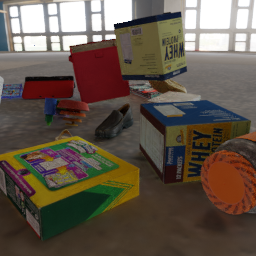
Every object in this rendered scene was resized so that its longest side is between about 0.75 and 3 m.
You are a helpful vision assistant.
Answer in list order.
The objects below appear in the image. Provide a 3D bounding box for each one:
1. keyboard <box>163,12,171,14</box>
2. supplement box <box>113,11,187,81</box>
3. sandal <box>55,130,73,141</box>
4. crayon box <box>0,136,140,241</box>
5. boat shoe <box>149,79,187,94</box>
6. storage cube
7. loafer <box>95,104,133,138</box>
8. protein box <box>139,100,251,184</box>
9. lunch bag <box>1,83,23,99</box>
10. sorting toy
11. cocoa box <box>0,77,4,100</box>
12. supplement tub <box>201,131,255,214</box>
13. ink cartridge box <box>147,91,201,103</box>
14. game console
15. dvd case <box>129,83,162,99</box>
[{"bbox_3d":[1.973,-4.740,12.029,0.914,0.117,0.549,11,3,-43],"label":"keyboard"},{"bbox_3d":[0.822,-2.962,10.375,2.148,2.145,1.442,11,28,45],"label":"supplement box"},{"bbox_3d":[-1.804,0.275,8.347,0.494,0.443,1.348,-12,22,-30],"label":"sandal"},{"bbox_3d":[-1.328,1.005,5.836,2.097,0.708,2.431,-14,23,-38],"label":"crayon box"},{"bbox_3d":[1.994,-2.087,13.966,2.010,0.741,0.695,28,38,1],"label":"boat shoe"},{"bbox_3d":[-1.362,-2.778,13.424,2.688,2.416,2.298,-12,27,-10],"label":"storage cube"},{"bbox_3d":[-0.470,-0.253,9.387,0.763,0.758,2.096,9,22,21],"label":"loafer"},{"bbox_3d":[1.521,0.216,7.071,2.026,1.377,2.041,-4,20,-12],"label":"protein box"},{"bbox_3d":[-5.923,-1.760,14.267,0.952,0.595,1.264,-4,32,-13],"label":"lunch bag"},{"bbox_3d":[-2.380,-0.529,10.289,1.409,0.963,2.346,6,1,-31],"label":"sorting toy"},{"bbox_3d":[-6.087,-1.171,9.360,2.863,1.910,1.879,3,-13,7],"label":"cocoa box"},{"bbox_3d":[2.620,0.764,5.479,2.300,1.409,1.409,-12,23,-31],"label":"supplement tub"},{"bbox_3d":[2.064,-1.137,12.482,1.648,0.513,2.047,14,28,34],"label":"ink cartridge box"},{"bbox_3d":[-4.169,-1.964,15.129,2.561,1.520,2.207,-2,-12,-6],"label":"game console"},{"bbox_3d":[1.311,-2.079,15.354,2.097,0.316,2.873,-11,23,-29],"label":"dvd case"}]
